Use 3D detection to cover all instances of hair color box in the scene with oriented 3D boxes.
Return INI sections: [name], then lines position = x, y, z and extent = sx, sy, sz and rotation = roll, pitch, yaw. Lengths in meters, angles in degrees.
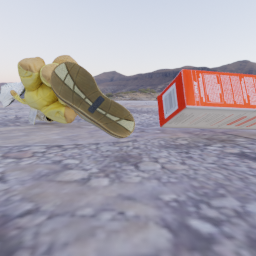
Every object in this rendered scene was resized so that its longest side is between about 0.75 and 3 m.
[hair color box]
position = 2.142, -0.533, 6.128
extent = 2.683, 0.822, 1.362
rotation = 2, -17, -16

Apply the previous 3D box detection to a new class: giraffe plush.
[giraffe plush]
position = -2.108, -1.378, 8.669
extent = 2.482, 2.142, 2.013
rotation = -34, 17, 46

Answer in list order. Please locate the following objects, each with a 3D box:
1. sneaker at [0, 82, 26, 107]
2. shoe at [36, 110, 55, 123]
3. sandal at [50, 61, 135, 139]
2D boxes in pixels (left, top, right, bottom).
[sneaker]
position = -3.723, -1.192, 8.954
extent = 1.404, 0.611, 0.523
rotation = -29, 21, 27
[shoe]
position = -2.576, -0.482, 9.324
extent = 1.673, 0.447, 0.585
rotation = -13, -41, 31
[sandal]
position = -0.637, -0.410, 4.733
extent = 0.698, 1.737, 0.469
rotation = -47, -6, -25
